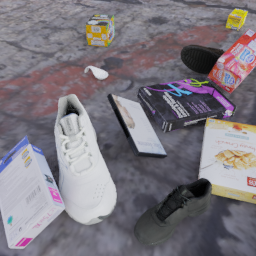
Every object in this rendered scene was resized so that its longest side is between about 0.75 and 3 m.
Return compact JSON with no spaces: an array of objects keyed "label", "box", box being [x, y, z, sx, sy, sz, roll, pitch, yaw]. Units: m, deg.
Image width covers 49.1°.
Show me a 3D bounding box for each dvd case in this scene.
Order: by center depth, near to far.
[{"label":"dvd case","box":[0.209,-0.035,6.247,1.126,0.138,1.578,12,46,-52]}]

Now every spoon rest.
[{"label":"spoon rest","box":[-1.009,-1.751,8.816,0.851,0.258,0.423,24,48,25]}]

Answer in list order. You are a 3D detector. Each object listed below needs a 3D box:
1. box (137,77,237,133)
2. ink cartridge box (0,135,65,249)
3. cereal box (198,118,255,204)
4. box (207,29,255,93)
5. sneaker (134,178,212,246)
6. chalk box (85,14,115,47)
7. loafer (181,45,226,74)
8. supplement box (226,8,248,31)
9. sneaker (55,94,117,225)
[{"label":"box","box":[1.529,-0.697,7.429,2.154,0.389,1.540,-14,46,-21]},{"label":"ink cartridge box","box":[-1.936,1.109,5.262,1.111,0.391,1.861,-44,51,7]},{"label":"cereal box","box":[2.333,0.640,6.123,1.425,0.391,1.981,10,44,12]},{"label":"box","box":[3.116,-1.864,7.820,0.835,0.800,1.675,41,67,12]},{"label":"sneaker","box":[0.823,1.408,5.027,1.727,0.784,0.656,-28,52,-25]},{"label":"chalk box","box":[-0.983,-3.746,10.558,0.831,0.825,1.331,8,42,11]},{"label":"loafer","box":[2.703,-2.135,8.882,2.155,0.787,0.769,17,37,-1]},{"label":"supplement box","box":[4.498,-4.497,11.569,0.526,0.529,0.966,24,48,23]},{"label":"sneaker","box":[-1.047,0.507,5.598,1.108,1.296,2.975,-18,46,-9]}]
